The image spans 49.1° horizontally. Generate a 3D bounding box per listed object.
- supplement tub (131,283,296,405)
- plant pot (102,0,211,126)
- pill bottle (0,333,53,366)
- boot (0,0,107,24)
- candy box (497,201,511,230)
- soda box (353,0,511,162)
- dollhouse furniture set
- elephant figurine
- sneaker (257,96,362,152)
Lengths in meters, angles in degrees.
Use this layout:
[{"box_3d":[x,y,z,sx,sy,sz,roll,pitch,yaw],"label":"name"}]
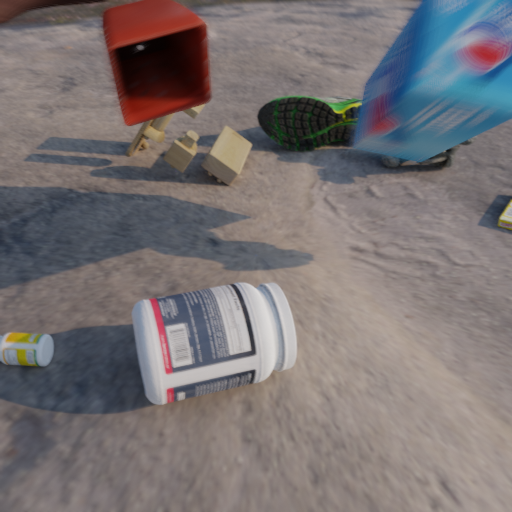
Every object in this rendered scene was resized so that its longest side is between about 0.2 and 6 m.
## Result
[{"box_3d":[-0.517,0.982,6.587,1.723,1.209,1.209,-9,34,-15],"label":"supplement tub"},{"box_3d":[-1.750,-3.347,9.227,1.550,1.552,1.367,-21,60,-15],"label":"plant pot"},{"box_3d":[-2.967,1.172,7.039,0.710,0.400,0.400,2,32,3],"label":"pill bottle"},{"box_3d":[-2.774,-2.968,6.476,2.553,0.924,2.123,5,51,4],"label":"boot"},{"box_3d":[5.074,-0.817,10.358,0.780,0.201,1.526,23,39,28],"label":"candy box"},{"box_3d":[2.265,-2.161,7.474,1.227,1.161,3.618,11,1,0],"label":"soda box"},{"box_3d":[-1.585,-2.220,12.400,2.211,1.801,2.103,34,32,-12],"label":"dollhouse furniture set"},{"box_3d":[3.736,-2.420,11.902,2.005,1.419,1.556,11,48,28],"label":"elephant figurine"},{"box_3d":[1.533,-3.224,13.460,3.190,1.245,1.359,0,24,-17],"label":"sneaker"}]
